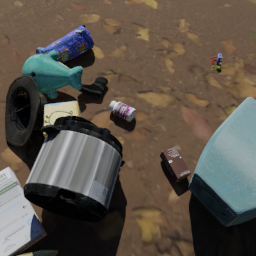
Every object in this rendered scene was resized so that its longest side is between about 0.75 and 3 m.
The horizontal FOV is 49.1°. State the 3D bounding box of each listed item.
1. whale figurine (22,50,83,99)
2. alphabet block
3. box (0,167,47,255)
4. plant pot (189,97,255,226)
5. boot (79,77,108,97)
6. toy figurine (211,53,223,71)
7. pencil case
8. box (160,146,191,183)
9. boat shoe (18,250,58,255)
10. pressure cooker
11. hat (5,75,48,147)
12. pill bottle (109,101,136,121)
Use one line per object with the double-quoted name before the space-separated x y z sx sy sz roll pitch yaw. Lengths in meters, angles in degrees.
"whale figurine" -3.109 -2.137 11.405 2.501 1.990 1.298 10 14 10
"alphabet block" -2.374 -0.058 10.431 1.286 1.293 1.317 -8 58 -4
"box" -4.178 2.881 8.994 2.094 0.553 2.686 -32 62 -18
"plant pot" 3.513 1.381 8.735 2.865 2.812 2.805 -36 64 -15
"boot" -1.517 -1.858 12.055 1.194 0.449 0.893 16 65 -2
"toy figurine" 4.094 -3.132 12.821 0.494 0.561 0.936 8 57 6
"pencil case" -2.839 -3.674 12.801 2.738 1.189 1.068 -34 74 -19
"box" 1.670 1.286 9.983 0.580 0.434 1.158 -18 64 -20
"boat shoe" -2.769 3.948 8.382 1.407 0.516 0.441 -14 62 3
"pressure cooker" -1.507 1.177 8.856 2.672 2.631 2.991 13 62 4
"hat" -3.762 -0.610 10.804 2.722 1.098 2.722 -7 80 39
"pill bottle" -0.243 -0.708 11.276 1.007 0.565 0.565 26 61 16
